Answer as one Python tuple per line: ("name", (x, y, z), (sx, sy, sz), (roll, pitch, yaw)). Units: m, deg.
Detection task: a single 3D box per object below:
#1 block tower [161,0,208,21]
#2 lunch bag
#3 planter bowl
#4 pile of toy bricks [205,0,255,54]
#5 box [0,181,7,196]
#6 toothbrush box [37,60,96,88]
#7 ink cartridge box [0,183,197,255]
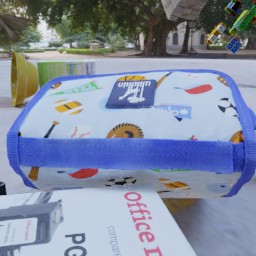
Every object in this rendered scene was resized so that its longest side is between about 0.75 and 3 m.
("block tower", (1.199, -2.518, 4.220), (0.547, 1.891, 0.511), (3, 59, -25))
("lunch bag", (0.155, 0.131, 3.840), (2.413, 1.758, 2.839), (0, 1, 8))
("planter bowl", (-4.015, -1.894, 10.959), (0.892, 2.141, 2.141), (0, 15, -29))
("pile of toy bricks", (2.523, -2.374, 6.081), (0.941, 1.696, 0.837), (37, 20, -4))
("box", (-2.539, 1.033, 3.734), (1.505, 0.594, 1.062), (8, 22, 27))
("toothbrush box", (-2.496, -1.982, 11.815), (2.323, 1.692, 1.000), (-2, 17, -6))
("ink cartridge box", (-0.811, 1.326, 1.837), (2.632, 1.097, 1.911), (-4, 16, -11))
